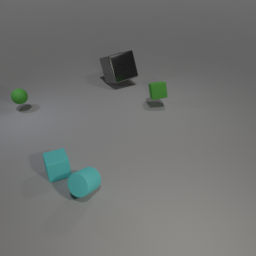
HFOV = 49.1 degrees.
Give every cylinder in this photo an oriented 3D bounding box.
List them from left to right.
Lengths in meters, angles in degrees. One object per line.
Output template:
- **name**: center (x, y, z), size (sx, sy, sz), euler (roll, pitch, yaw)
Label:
- **cylinder**: center (-1.234, 1.520, 7.947), size (0.700, 0.700, 0.700), euler (14, 13, 22)

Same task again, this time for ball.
- **ball**: center (-4.795, -1.396, 12.382), size (0.700, 0.700, 0.700), euler (0, 31, 0)

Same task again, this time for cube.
- **cube**: center (-2.261, 1.175, 8.907), size (0.700, 0.700, 0.700), euler (-14, 34, -20)
- **cube**: center (-0.499, -3.256, 15.027), size (1.400, 1.400, 1.400), euler (-22, 18, -22)
- **cube**: center (1.364, -1.719, 12.801), size (0.700, 0.700, 0.700), euler (-10, 14, -3)
